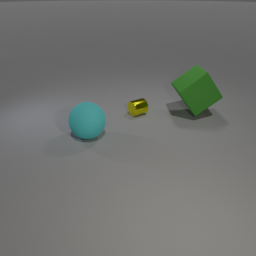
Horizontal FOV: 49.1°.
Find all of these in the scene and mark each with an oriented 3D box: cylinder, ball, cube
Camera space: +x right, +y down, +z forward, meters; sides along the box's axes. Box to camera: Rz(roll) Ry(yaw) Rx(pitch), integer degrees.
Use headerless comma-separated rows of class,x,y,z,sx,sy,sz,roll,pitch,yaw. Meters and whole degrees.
cylinder,0.443,-0.938,12.619,0.700,0.700,0.700,-17,33,-28
ball,-1.548,-0.284,10.626,1.400,1.400,1.400,0,28,0
cube,2.962,-1.652,12.198,1.400,1.400,1.400,-36,24,10
